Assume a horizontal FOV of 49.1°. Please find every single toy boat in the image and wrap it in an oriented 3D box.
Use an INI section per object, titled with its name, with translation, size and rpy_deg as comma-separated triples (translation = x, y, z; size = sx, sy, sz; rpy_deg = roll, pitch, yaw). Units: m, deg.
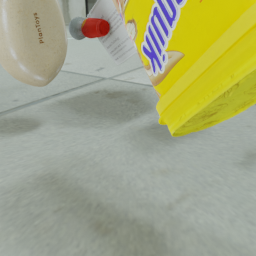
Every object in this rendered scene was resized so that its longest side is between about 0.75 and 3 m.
[toy boat]
translation = -1.923, -2.362, 6.887
size = 2.976, 2.502, 1.383
rpy_deg = -22, 28, -40

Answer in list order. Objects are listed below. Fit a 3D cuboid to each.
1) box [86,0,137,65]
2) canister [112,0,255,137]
[box]
translation = 0.579, -3.368, 7.705
size = 2.559, 1.682, 2.573
rpy_deg = -41, 12, -21
[canister]
translation = 0.642, -1.500, 2.847
size = 1.147, 1.968, 2.650
rpy_deg = -14, 72, -29
